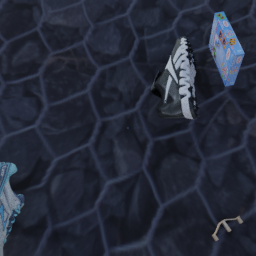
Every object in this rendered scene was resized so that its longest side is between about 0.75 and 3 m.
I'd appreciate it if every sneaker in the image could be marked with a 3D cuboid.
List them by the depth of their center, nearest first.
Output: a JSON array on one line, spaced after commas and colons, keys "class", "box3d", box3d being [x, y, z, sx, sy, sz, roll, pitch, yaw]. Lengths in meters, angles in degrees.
[{"class": "sneaker", "box3d": [-2.966, 2.030, 6.596, 1.123, 1.009, 2.601, -3, 82, -35]}, {"class": "sneaker", "box3d": [1.234, -1.416, 7.773, 1.280, 0.940, 2.829, -10, 56, 24]}]

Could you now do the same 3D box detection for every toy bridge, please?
[{"class": "toy bridge", "box3d": [2.463, 2.459, 7.023, 0.872, 0.119, 0.293, -31, 70, -10]}]

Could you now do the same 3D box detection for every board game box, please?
[{"class": "board game box", "box3d": [2.582, -2.102, 7.506, 0.288, 1.191, 1.574, -9, 59, 1]}]
